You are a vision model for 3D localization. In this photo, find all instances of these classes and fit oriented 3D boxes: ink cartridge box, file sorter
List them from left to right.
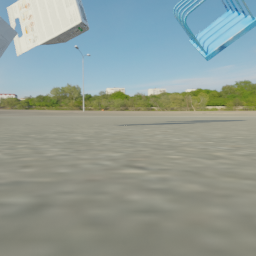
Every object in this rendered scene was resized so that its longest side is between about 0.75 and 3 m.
[{"bbox_3d":[-2.527,-3.440,8.761,2.397,1.929,0.600,-22,-16,18],"label":"ink cartridge box"},{"bbox_3d":[2.494,-3.436,8.603,1.677,1.483,2.417,-35,22,17],"label":"file sorter"}]

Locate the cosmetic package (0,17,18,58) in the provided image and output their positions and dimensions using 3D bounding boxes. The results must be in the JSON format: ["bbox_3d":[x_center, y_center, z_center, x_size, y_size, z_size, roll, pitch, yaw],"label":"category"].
[{"bbox_3d":[-3.782,-2.514,5.743,0.698,1.138,2.758,-1,-33,38],"label":"cosmetic package"}]
